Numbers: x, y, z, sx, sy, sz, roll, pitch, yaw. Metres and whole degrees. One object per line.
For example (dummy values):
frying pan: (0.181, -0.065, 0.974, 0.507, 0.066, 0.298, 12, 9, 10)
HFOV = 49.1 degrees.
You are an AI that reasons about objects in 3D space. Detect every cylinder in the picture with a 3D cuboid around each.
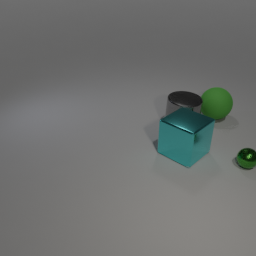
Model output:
cylinder: (2.236, -0.598, 11.419, 1.400, 1.400, 1.400, 2, 32, -1)

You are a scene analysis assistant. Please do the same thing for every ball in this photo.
ball: (4.033, 1.015, 9.436, 0.700, 0.700, 0.700, 0, 31, 0)
ball: (3.837, -1.073, 12.221, 1.400, 1.400, 1.400, 0, 31, 0)

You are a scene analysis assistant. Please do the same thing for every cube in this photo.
cube: (2.045, 0.292, 9.975, 1.400, 1.400, 1.400, 26, 39, 37)
